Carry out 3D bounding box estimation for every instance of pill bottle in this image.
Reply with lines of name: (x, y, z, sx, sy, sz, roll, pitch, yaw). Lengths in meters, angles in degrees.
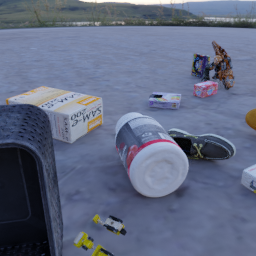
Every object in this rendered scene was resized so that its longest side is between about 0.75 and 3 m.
pill bottle: (0.420, 0.491, 7.075, 1.349, 1.349, 2.437, -6, 25, -13)

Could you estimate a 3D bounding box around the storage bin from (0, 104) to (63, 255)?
storage bin: (-1.970, 1.157, 4.009, 1.835, 2.714, 1.272, -4, 24, -9)

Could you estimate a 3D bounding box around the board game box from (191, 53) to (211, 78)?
board game box: (4.106, -3.528, 15.872, 0.348, 1.229, 1.016, -13, 27, -29)

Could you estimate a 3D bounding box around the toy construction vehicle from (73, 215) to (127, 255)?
toy construction vehicle: (-0.392, 1.757, 4.380, 0.841, 0.296, 0.732, 4, 47, 40)

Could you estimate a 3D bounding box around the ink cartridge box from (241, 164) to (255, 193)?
ink cartridge box: (3.267, 1.264, 6.467, 0.729, 0.439, 1.003, -16, 31, -26)

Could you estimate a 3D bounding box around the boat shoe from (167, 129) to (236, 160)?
boat shoe: (1.853, 0.538, 7.767, 2.096, 0.747, 0.631, 11, 29, 39)

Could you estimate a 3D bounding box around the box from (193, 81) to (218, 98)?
box: (3.604, -1.807, 13.001, 1.104, 0.522, 0.566, -19, 31, -35)

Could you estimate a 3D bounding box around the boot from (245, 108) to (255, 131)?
boot: (4.599, 0.262, 7.973, 2.833, 0.997, 2.028, 21, 30, 29)

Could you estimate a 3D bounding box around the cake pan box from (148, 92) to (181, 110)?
cake pan box: (1.554, -1.173, 11.875, 1.311, 0.343, 1.208, 7, 24, 14)

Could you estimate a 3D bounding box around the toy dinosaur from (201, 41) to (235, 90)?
toy dinosaur: (4.759, -3.156, 14.187, 1.410, 1.874, 2.761, 15, 67, -1)

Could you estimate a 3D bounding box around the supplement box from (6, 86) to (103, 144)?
supplement box: (-2.510, -0.573, 9.702, 2.834, 1.042, 1.786, 14, 29, 26)
